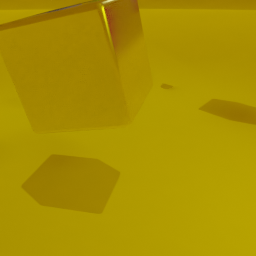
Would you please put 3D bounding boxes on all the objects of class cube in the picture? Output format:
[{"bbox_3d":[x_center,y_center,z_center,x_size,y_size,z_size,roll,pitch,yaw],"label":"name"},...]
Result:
[{"bbox_3d":[-0.550,-0.848,3.599,1.336,1.336,1.336,-4,28,20],"label":"cube"}]
